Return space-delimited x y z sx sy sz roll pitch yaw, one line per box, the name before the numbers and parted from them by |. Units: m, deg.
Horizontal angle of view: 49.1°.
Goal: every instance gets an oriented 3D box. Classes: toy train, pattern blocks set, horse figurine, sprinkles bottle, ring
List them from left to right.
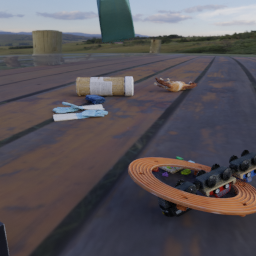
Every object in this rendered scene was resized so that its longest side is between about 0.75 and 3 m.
sprinkles bottle | -1.090 -1.977 13.333 2.678 0.914 0.914 0 18 0
pattern blocks set | 0.985 0.834 6.165 0.851 0.079 0.969 14 23 36
horse figurine | 2.384 -2.276 14.655 2.290 0.572 1.518 -7 26 -44
ring | 1.125 0.978 4.903 2.311 0.222 2.311 10 11 -2
toy train | 1.542 0.945 4.864 2.369 0.543 0.404 -18 19 -25

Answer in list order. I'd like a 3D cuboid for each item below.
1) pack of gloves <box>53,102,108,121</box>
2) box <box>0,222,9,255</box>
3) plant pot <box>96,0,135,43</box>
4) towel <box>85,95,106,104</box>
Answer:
pack of gloves | -1.793 -0.729 10.410 1.980 0.391 1.663 -6 18 -17
box | -2.204 1.493 3.456 0.914 0.522 1.003 10 20 32
plant pot | -0.342 -2.986 7.055 0.910 0.910 1.288 -9 -21 0
towel | -1.428 -1.259 12.236 0.558 0.243 1.000 -11 20 -30
